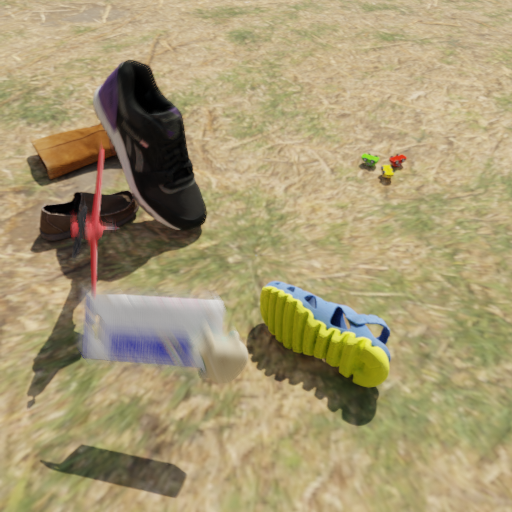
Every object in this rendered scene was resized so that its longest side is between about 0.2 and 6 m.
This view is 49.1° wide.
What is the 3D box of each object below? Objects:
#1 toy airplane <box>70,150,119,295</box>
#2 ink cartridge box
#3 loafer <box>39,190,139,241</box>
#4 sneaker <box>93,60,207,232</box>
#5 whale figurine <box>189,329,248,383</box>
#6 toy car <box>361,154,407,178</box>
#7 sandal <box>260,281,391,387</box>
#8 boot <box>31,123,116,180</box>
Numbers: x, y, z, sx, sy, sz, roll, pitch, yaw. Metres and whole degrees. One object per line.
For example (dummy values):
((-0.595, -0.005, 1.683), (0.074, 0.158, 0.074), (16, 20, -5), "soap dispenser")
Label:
((-2.809, -0.494, 9.649), (0.499, 2.716, 2.716), (4, 42, -6), "toy airplane")
((-1.410, 1.013, 7.667), (1.901, 0.900, 0.353), (3, -3, 7), "ink cartridge box")
((-3.440, -0.949, 11.599), (2.132, 0.757, 0.779), (-22, 46, -23), "loafer")
((-1.921, -2.104, 10.969), (1.312, 3.464, 1.517), (-36, 9, -36), "sneaker")
((-0.478, 1.113, 6.514), (0.670, 0.842, 0.437), (-51, 42, -6), "whale figurine")
((2.980, -2.208, 13.406), (0.973, 0.231, 1.034), (22, 46, 23), "toy car")
((1.177, 1.151, 9.224), (2.506, 0.996, 1.091), (31, 40, 22), "sandal")
((-4.169, -3.116, 14.178), (2.882, 0.987, 2.713), (-22, 54, -13), "boot")
